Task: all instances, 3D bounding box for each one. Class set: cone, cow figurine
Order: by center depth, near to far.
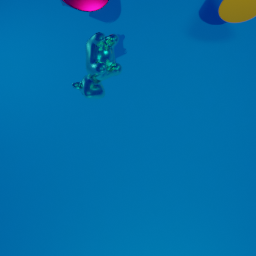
[{"bbox_3d":[-0.506,-0.947,4.379,0.535,0.959,0.974,-6,93,-35],"label":"cow figurine"},{"bbox_3d":[-1.008,-2.431,5.013,1.110,1.114,1.110,1,88,-29],"label":"cone"},{"bbox_3d":[2.745,-3.397,6.909,1.072,1.072,1.076,1,69,0],"label":"cone"}]
